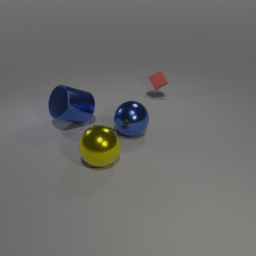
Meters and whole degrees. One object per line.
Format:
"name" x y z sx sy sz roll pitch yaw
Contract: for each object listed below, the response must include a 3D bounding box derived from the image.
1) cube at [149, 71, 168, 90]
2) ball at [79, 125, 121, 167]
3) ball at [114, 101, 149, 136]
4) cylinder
"cube" 1.561 -2.438 14.348 0.700 0.700 0.700 -27 -1 15
"ball" -0.931 0.589 9.317 1.400 1.400 1.400 0 29 0
"ball" 0.137 -0.373 11.031 1.400 1.400 1.400 0 29 0
"cylinder" -2.328 -0.962 11.615 1.400 1.400 1.400 28 12 40
